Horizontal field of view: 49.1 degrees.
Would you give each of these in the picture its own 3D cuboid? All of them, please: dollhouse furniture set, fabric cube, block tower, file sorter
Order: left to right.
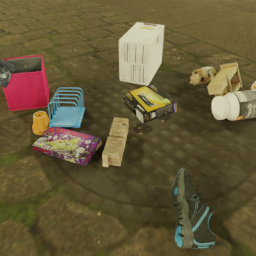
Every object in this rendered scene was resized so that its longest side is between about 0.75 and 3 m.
[{"bbox_3d":[-4.640,-2.080,12.798,1.766,1.795,1.801,-9,39,-10],"label":"fabric cube"},{"bbox_3d":[-2.514,-0.900,11.620,1.214,1.074,1.750,1,27,-1],"label":"file sorter"},{"bbox_3d":[-0.417,0.494,10.417,0.638,0.596,2.207,5,38,8],"label":"block tower"},{"bbox_3d":[3.839,-1.790,13.248,2.251,1.415,2.546,-2,30,40],"label":"dollhouse furniture set"}]

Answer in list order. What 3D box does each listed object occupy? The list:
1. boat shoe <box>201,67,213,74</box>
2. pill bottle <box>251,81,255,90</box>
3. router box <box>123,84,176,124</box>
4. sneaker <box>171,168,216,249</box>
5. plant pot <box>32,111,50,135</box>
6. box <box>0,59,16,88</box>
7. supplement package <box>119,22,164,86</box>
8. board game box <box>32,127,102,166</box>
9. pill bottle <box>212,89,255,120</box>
[{"bbox_3d":[4.177,-3.130,15.381,1.111,0.388,0.396,-17,23,-21],"label":"boat shoe"},{"bbox_3d":[6.535,-1.621,12.973,0.838,0.838,1.493,-13,39,-17],"label":"pill bottle"},{"bbox_3d":[0.728,-0.900,9.864,1.294,0.430,1.645,-20,37,-16],"label":"router box"},{"bbox_3d":[1.811,2.266,8.023,0.998,0.892,2.436,8,46,-4],"label":"sneaker"},{"bbox_3d":[-3.478,-0.246,11.268,0.798,0.731,0.798,0,37,0],"label":"plant pot"},{"bbox_3d":[-4.939,-2.146,10.794,0.873,0.888,0.521,23,27,-24],"label":"box"},{"bbox_3d":[0.758,-4.021,14.914,1.606,2.257,2.897,12,40,15],"label":"supplement package"},{"bbox_3d":[-2.262,0.612,10.522,2.222,0.359,1.333,13,35,17],"label":"board game box"},{"bbox_3d":[4.710,-0.952,11.812,2.078,1.209,1.209,-8,38,-10],"label":"pill bottle"}]
